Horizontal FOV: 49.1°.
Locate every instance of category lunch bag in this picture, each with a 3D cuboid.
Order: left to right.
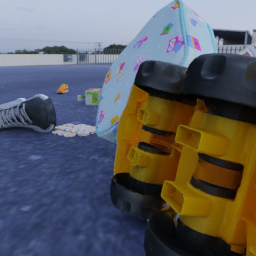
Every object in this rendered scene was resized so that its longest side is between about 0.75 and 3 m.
[{"bbox_3d":[0.465,-0.877,5.634,1.082,2.806,2.251,24,46,-27],"label":"lunch bag"}]

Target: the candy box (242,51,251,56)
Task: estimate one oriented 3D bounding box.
[{"bbox_3d":[2.451,-0.703,6.622,1.331,0.638,2.306,-32,-25,16],"label":"candy box"}]

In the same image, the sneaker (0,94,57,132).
[{"bbox_3d":[-3.152,-0.249,7.619,1.592,1.034,2.757,-18,13,-38],"label":"sneaker"}]

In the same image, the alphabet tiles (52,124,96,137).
[{"bbox_3d":[-1.488,0.044,7.944,1.193,0.087,1.167,12,19,35],"label":"alphabet tiles"}]

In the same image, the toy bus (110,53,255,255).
[{"bbox_3d":[1.455,0.406,3.478,2.873,2.031,2.992,8,8,-22],"label":"toy bus"}]

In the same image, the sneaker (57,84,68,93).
[{"bbox_3d":[-3.619,-2.148,15.355,0.453,0.479,1.242,2,17,2],"label":"sneaker"}]

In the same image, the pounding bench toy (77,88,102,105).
[{"bbox_3d":[-1.632,-1.374,12.174,1.005,0.625,0.784,2,15,6],"label":"pounding bench toy"}]

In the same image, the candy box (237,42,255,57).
[{"bbox_3d":[2.677,-1.206,7.827,2.722,0.769,1.588,-30,-15,12],"label":"candy box"}]
